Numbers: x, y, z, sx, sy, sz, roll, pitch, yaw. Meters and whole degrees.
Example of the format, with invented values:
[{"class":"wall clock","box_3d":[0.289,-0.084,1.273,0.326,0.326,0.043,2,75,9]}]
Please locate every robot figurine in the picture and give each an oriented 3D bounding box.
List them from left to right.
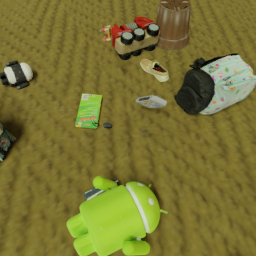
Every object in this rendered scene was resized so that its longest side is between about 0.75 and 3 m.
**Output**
[{"class":"robot figurine","box_3d":[-5.078,-2.414,12.745,1.439,1.081,0.898,-25,38,-18]},{"class":"robot figurine","box_3d":[-0.302,2.611,8.174,2.795,1.617,2.452,-21,52,-15]}]

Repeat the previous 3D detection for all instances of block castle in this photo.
[{"class":"block castle","box_3d":[-0.863,-3.744,11.118,0.379,0.540,0.809,-7,28,6]}]

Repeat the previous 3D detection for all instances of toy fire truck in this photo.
[{"class":"toy fire truck","box_3d":[-0.016,-4.956,14.530,2.368,1.731,2.690,-25,64,-21]}]

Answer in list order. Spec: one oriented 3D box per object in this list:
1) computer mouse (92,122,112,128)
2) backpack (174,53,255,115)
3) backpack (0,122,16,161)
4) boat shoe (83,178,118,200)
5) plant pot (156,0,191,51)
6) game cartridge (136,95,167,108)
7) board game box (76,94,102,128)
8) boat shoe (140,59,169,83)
[{"class":"computer mouse","box_3d":[-1.022,-0.142,11.191,0.825,0.140,0.242,8,61,-17]},{"class":"backpack","box_3d":[3.680,-1.782,11.507,2.972,2.480,1.881,-22,71,-21]},{"class":"backpack","box_3d":[-5.437,0.148,9.616,2.174,2.474,1.896,16,53,11]},{"class":"boat shoe","box_3d":[-0.914,2.019,9.424,1.256,0.470,0.388,-32,68,-13]},{"class":"plant pot","box_3d":[2.320,-5.482,14.460,2.101,2.080,2.101,0,52,0]},{"class":"game cartridge","box_3d":[0.923,-1.002,10.896,0.780,1.172,0.243,25,76,-28]},{"class":"board game box","box_3d":[-1.621,-0.693,11.701,0.868,0.272,1.816,5,50,-1]},{"class":"boat shoe","box_3d":[1.280,-2.880,13.286,0.667,0.599,1.803,-34,59,-25]}]
